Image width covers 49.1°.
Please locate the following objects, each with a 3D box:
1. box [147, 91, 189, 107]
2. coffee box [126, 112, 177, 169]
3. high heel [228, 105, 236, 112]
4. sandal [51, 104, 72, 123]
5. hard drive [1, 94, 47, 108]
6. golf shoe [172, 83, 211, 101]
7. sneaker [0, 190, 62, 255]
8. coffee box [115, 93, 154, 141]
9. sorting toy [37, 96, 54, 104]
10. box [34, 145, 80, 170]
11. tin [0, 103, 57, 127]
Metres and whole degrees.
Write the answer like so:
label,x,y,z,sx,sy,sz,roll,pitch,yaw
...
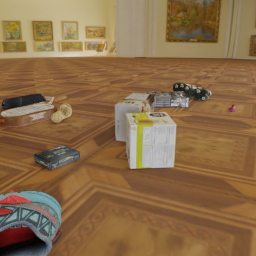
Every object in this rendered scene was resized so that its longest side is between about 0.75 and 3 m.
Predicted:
label,x,y,z,sx,sy,sz,roll,pitch,yaw
box,2.145,-1.619,15.590,2.192,0.546,1.729,0,19,1
coffee box,0.654,0.332,8.557,1.341,1.356,1.354,-2,19,-5
high heel,5.304,-1.045,14.382,0.367,0.258,0.765,13,33,6
sandal,-2.842,-0.809,12.773,0.583,0.650,1.772,-38,10,26
hard drive,-5.423,-1.402,14.438,2.325,0.492,1.568,2,15,44
golf shoe,3.838,-2.195,16.909,2.336,0.902,1.029,20,25,26
sneaker,-2.567,1.783,4.669,2.868,1.137,1.370,-6,21,-15
coffee box,0.322,-0.494,10.992,0.957,1.373,2.400,6,20,16
sorting toy,-4.557,-1.399,15.225,0.872,0.466,0.785,8,30,6
box,-2.173,0.884,8.616,0.871,0.282,1.105,17,25,38
tin,-4.504,-0.625,12.772,1.531,0.572,2.734,20,27,37
